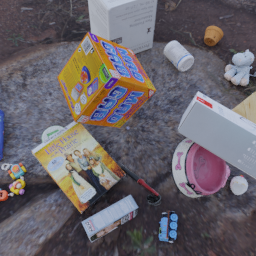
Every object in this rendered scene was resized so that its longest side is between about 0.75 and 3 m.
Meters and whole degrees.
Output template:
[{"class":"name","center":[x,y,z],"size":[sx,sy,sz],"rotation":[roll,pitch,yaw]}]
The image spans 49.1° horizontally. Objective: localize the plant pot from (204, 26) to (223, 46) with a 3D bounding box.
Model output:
[{"class":"plant pot","center":[4.259,-4.590,14.150],"size":[0.911,0.911,0.638],"rotation":[25,76,16]}]

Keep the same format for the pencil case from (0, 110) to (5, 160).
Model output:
[{"class":"pencil case","center":[-5.296,0.267,10.791],"size":[0.962,0.865,2.216],"rotation":[4,52,-24]}]

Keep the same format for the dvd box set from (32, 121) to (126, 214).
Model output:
[{"class":"dvd box set","center":[-1.740,1.286,10.019],"size":[2.061,0.414,2.816],"rotation":[-37,77,-23]}]

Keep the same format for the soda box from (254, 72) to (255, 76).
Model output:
[{"class":"soda box","center":[6.761,-1.796,12.103],"size":[0.875,0.942,2.759],"rotation":[-13,57,-18]}]

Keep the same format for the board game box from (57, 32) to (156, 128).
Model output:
[{"class":"board game box","center":[-0.739,-1.448,9.153],"size":[1.986,1.986,1.987],"rotation":[7,47,-46]}]

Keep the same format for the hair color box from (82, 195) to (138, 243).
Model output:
[{"class":"hair color box","center":[-0.544,2.915,9.011],"size":[1.753,0.868,0.531],"rotation":[-25,60,-16]}]

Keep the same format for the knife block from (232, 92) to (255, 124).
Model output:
[{"class":"knife block","center":[5.141,-0.151,11.168],"size":[2.334,0.747,2.048],"rotation":[-34,63,-21]}]

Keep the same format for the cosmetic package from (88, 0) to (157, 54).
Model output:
[{"class":"cosmetic package","center":[-0.321,-5.271,13.285],"size":[2.428,2.945,2.430],"rotation":[-23,59,-15]}]

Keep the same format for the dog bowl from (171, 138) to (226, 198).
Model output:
[{"class":"dog bowl","center":[2.206,1.174,8.431],"size":[1.873,0.690,1.873],"rotation":[5,82,-34]}]

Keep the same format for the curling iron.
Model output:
[{"class":"curling iron","center":[0.402,1.996,10.006],"size":[0.497,0.256,2.004],"rotation":[-36,63,-21]}]

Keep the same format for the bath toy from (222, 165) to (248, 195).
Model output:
[{"class":"bath toy","center":[3.262,1.623,10.012],"size":[2.038,0.886,0.753],"rotation":[25,20,16]}]

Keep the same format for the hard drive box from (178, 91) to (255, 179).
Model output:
[{"class":"hard drive box","center":[2.782,0.119,7.892],"size":[2.524,0.969,1.967],"rotation":[30,21,5]}]

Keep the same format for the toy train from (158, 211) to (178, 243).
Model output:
[{"class":"toy train","center":[1.305,3.193,9.108],"size":[0.572,0.434,1.001],"rotation":[4,56,10]}]

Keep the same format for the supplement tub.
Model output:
[{"class":"supplement tub","center":[2.408,-3.402,13.280],"size":[0.887,0.887,1.344],"rotation":[-25,59,-16]}]

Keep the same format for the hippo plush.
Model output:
[{"class":"hippo plush","center":[5.218,-2.718,12.590],"size":[1.558,1.253,1.241],"rotation":[-3,56,-2]}]

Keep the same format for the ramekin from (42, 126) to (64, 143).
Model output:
[{"class":"ramekin","center":[-2.786,0.451,10.866],"size":[1.127,0.550,1.127],"rotation":[1,56,-1]}]

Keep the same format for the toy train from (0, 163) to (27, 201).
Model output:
[{"class":"toy train","center":[-4.271,1.889,9.969],"size":[1.194,0.442,1.589],"rotation":[-1,56,-1]}]
